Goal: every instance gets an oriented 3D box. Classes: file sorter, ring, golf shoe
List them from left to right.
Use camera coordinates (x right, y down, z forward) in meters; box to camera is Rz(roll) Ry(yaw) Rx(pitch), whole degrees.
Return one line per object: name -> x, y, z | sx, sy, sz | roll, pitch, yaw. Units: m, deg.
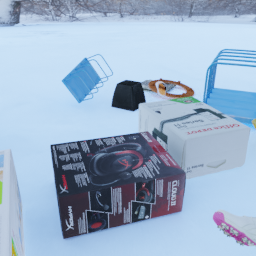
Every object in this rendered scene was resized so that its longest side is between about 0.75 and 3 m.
file sorter -> -1.270, -1.649, 9.172 | 0.838, 0.948, 1.367 | -7, 38, 44
ring -> 1.675, -1.567, 10.757 | 1.806, 0.173, 1.806 | 7, 28, -4
file sorter -> 3.438, -1.411, 8.690 | 1.864, 1.648, 2.687 | 11, 26, 20
golf shoe -> 1.699, 1.321, 3.638 | 1.214, 0.457, 0.556 | 29, 68, 4

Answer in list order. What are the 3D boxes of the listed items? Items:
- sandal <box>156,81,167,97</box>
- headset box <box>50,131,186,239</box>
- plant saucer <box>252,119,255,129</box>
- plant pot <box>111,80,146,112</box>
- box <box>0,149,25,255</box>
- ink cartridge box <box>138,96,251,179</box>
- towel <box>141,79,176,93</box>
sandal -> 1.138, -1.331, 9.176 | 0.349, 0.261, 0.912 | 19, 32, -14
headset box -> -0.159, 0.847, 5.021 | 2.249, 0.844, 1.672 | -8, 26, -17
plant saucer -> 4.502, 0.480, 6.096 | 2.613, 0.633, 2.612 | -4, 26, -10
plant pot -> 0.038, -1.137, 9.397 | 0.903, 0.803, 0.905 | 15, 28, 28
box -> -2.000, 1.398, 3.396 | 1.335, 1.203, 2.374 | -9, 26, -20
ink cartridge box -> 1.402, 0.095, 6.532 | 1.650, 0.935, 2.251 | -9, 26, -19
towel -> 1.084, -1.725, 11.329 | 1.428, 0.247, 1.375 | 13, 28, 28
